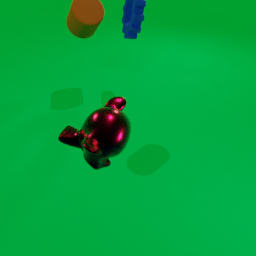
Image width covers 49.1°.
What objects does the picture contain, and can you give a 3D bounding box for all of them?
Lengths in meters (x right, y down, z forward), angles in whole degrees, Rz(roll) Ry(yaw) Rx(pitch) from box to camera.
[{"bbox_3d":[-0.440,0.045,3.759,0.929,0.778,1.292,21,37,2],"label":"monkey head"},{"bbox_3d":[-1.390,-3.573,9.032,1.028,1.028,1.028,-18,0,-23],"label":"cylinder"},{"bbox_3d":[0.150,-3.595,8.730,0.290,1.568,1.568,1,35,-17],"label":"gear"}]
